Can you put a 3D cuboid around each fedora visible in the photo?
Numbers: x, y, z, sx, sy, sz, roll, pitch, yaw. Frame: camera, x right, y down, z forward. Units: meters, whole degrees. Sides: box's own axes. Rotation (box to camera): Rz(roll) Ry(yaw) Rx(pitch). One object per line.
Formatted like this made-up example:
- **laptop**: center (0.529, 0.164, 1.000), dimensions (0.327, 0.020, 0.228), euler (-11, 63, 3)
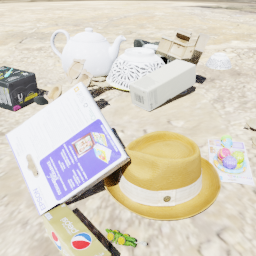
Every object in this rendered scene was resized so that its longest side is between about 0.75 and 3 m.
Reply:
- **fedora**: center (0.766, 0.809, 6.367), dimensions (2.727, 1.112, 2.727), euler (-1, 30, 0)

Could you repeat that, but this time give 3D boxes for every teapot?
- **teapot**: center (-1.877, -3.599, 13.000), dimensions (2.725, 1.990, 2.690), euler (-13, 29, -27)

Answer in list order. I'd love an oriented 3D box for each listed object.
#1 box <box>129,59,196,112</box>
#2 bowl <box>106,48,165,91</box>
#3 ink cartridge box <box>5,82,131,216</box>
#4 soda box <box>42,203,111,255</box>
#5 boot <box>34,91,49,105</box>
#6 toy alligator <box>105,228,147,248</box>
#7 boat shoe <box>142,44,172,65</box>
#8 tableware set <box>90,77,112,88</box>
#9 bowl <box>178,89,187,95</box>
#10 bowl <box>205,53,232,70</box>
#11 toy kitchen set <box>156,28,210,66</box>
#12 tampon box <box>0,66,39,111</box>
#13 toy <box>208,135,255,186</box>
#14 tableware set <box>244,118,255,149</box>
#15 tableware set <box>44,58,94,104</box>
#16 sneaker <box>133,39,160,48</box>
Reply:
- **box**: center (1.340, -1.651, 10.474), dimensions (2.556, 0.874, 1.050), euler (-30, 41, -27)
- **bowl**: center (0.468, -2.677, 12.085), dimensions (2.857, 1.341, 2.857), euler (0, 27, 0)
- **ink cartridge box**: center (-1.391, 0.411, 6.206), dimensions (2.199, 0.477, 2.179), euler (-34, 67, 3)
- **soda box**: center (-0.915, 2.001, 4.881), dimensions (0.481, 0.509, 1.504), euler (-22, 36, -34)
- **boot**: center (-3.121, -1.181, 10.700), dimensions (0.967, 0.335, 0.842), euler (-7, 25, -21)
- **toy alligator**: center (-0.066, 2.056, 5.098), dimensions (0.831, 0.200, 0.276), euler (13, 0, 22)
- **boat shoe**: center (2.062, -3.435, 14.078), dimensions (2.888, 1.021, 0.919), euler (5, 62, -9)
- **tableware set**: center (-1.186, -1.950, 12.046), dimensions (1.699, 0.197, 1.419), euler (16, 27, 34)
- **bowl**: center (2.052, -1.669, 11.442), dimensions (0.772, 0.362, 0.772), euler (0, 31, 0)
- **bowl**: center (4.674, -3.474, 14.328), dimensions (1.334, 0.626, 1.334), euler (1, 30, 0)
- **toy kitchen set**: center (2.257, -3.614, 11.222), dimensions (1.782, 1.454, 1.608), euler (22, -8, 6)
- **tampon box**: center (-4.420, -1.493, 10.385), dimensions (1.728, 1.091, 1.295), euler (16, 34, 26)
- **toy**: center (2.633, 0.705, 7.250), dimensions (1.008, 0.413, 1.751), euler (5, 30, 10)
- **tableware set**: center (4.481, 0.212, 8.307), dimensions (1.968, 0.228, 1.644), euler (9, 30, 15)
- **tableware set**: center (-1.998, -1.346, 9.434), dimensions (0.258, 2.221, 1.855), euler (32, 8, -45)
- **sneaker**: center (1.343, -4.675, 16.259), dimensions (1.253, 0.836, 2.187), euler (-23, 40, -37)
